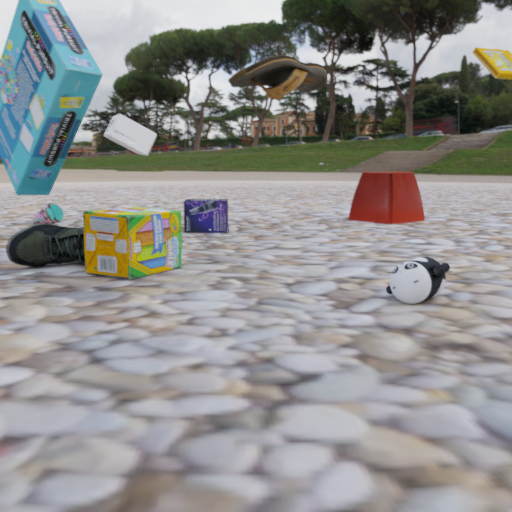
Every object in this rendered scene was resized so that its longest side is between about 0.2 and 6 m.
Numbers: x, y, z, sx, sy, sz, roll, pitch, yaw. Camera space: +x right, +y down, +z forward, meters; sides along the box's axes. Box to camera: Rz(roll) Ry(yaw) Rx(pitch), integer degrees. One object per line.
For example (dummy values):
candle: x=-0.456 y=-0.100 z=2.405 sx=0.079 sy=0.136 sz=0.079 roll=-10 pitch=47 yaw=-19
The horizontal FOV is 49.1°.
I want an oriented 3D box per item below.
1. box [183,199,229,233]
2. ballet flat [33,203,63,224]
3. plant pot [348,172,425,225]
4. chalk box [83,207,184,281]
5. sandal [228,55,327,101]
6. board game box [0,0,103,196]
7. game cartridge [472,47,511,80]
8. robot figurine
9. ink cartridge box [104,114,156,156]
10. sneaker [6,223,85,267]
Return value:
box: x=-1.235 y=-0.993 z=13.898 sx=1.105 sy=0.817 sz=0.576 roll=-1 pitch=10 yaw=-2
ballet flat: x=-5.887 y=-1.121 z=15.684 sx=0.607 sy=0.590 sz=1.706 roll=-20 pitch=12 yaw=-3
plant pot: x=3.845 y=-1.749 z=16.484 sx=1.637 sy=1.442 sz=1.635 roll=-8 pitch=12 yaw=-37
chalk box: x=-1.842 y=-0.265 z=9.051 sx=0.998 sy=0.991 sz=1.599 roll=6 pitch=12 yaw=30
sandal: x=0.687 y=-4.219 z=13.771 sx=3.035 sy=0.828 sz=1.240 roll=-9 pitch=-9 yaw=-46
board game box: x=-3.934 y=-2.843 z=10.059 sx=0.672 sy=2.162 sz=2.864 roll=-7 pitch=-34 yaw=-46
game cartridge: x=3.857 y=-3.014 z=8.774 sx=0.762 sy=0.124 sz=0.672 roll=-8 pitch=57 yaw=-26
robot figurine: x=2.041 y=0.292 z=7.059 sx=0.550 sy=0.663 sz=0.882 roll=33 pitch=27 yaw=31
ink cartridge box: x=-2.142 y=-2.041 z=9.481 sx=0.700 sy=0.408 sz=0.968 roll=26 pitch=1 yaw=-23
sneaker: x=-3.067 y=-0.182 z=9.323 sx=1.917 sy=0.733 sz=1.098 roll=-1 pitch=2 yaw=-42
